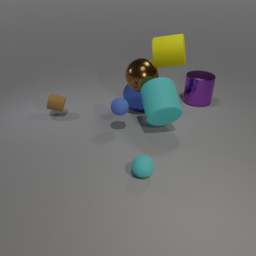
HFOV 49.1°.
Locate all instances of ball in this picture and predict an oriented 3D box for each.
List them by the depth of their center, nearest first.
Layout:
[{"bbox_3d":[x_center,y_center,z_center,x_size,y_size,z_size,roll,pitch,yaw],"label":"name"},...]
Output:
[{"bbox_3d":[0.464,1.202,8.795,0.700,0.700,0.700,0,29,0],"label":"ball"},{"bbox_3d":[-0.328,-0.833,10.977,0.700,0.700,0.700,0,29,0],"label":"ball"},{"bbox_3d":[0.586,-2.223,11.812,1.400,1.400,1.400,0,29,0],"label":"ball"}]

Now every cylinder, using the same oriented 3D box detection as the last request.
[{"bbox_3d":[1.293,-1.018,11.018,1.400,1.400,1.400,-5,62,-10],"label":"cylinder"},{"bbox_3d":[-3.196,-1.123,12.508,0.700,0.700,0.700,14,27,-10],"label":"cylinder"},{"bbox_3d":[1.919,-3.566,13.045,1.400,1.400,1.400,-3,27,16],"label":"cylinder"},{"bbox_3d":[0.710,-1.678,13.371,1.400,1.400,1.400,17,33,29],"label":"cylinder"},{"bbox_3d":[3.514,-1.971,13.882,1.400,1.400,1.400,1,30,-1],"label":"cylinder"}]
